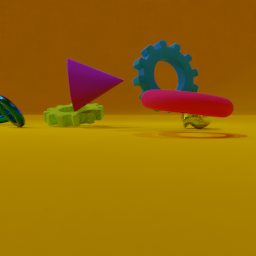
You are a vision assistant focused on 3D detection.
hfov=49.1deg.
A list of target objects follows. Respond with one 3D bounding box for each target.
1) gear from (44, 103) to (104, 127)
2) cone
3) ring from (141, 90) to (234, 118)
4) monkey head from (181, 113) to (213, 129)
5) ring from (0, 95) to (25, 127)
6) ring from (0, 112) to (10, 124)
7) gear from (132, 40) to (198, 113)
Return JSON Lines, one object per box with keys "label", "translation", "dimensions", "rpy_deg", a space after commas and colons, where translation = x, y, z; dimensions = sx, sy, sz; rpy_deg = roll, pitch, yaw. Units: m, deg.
{"label": "gear", "translation": [-1.846, -0.486, 9.666], "dimensions": [1.980, 0.366, 1.980], "rpy_deg": [-3, 16, 1]}
{"label": "cone", "translation": [-0.928, -1.380, 8.607], "dimensions": [1.621, 1.615, 1.615], "rpy_deg": [-7, 4, -6]}
{"label": "ring", "translation": [1.174, -0.484, 5.667], "dimensions": [1.821, 0.364, 1.821], "rpy_deg": [7, 3, 0]}
{"label": "monkey head", "translation": [1.934, -0.497, 7.960], "dimensions": [0.879, 1.049, 1.458], "rpy_deg": [-14, 5, 26]}
{"label": "ring", "translation": [-3.618, -0.507, 8.575], "dimensions": [1.195, 1.195, 0.239], "rpy_deg": [3, 43, 50]}
{"label": "ring", "translation": [-5.095, -0.427, 10.401], "dimensions": [2.017, 0.403, 2.017], "rpy_deg": [-3, 11, 1]}
{"label": "gear", "translation": [0.968, -1.273, 7.018], "dimensions": [1.750, 1.750, 0.324], "rpy_deg": [-1, -4, -26]}
